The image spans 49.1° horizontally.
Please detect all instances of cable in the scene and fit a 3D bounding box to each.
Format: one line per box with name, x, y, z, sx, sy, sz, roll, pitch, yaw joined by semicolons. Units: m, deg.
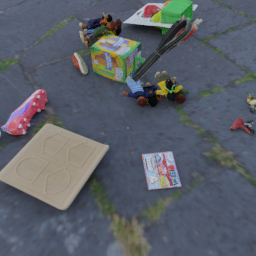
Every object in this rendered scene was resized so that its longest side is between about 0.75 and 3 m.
cable;0.571;-1.111;4.066;0.321;1.277;0.620;34;12;-20

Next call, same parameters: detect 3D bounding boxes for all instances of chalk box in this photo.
chalk box;-0.232;-2.388;9.846;1.816;1.130;1.124;22;51;22

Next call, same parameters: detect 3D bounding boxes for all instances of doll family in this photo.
doll family;-0.985;-3.891;11.046;1.599;1.085;2.766;-20;42;5
doll family;0.910;-1.169;8.979;2.219;0.871;1.282;-14;52;-5

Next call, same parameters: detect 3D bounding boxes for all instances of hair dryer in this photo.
hair dryer;3.427;-0.039;8.287;0.827;0.225;0.630;-3;48;-2

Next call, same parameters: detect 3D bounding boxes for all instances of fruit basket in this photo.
fruit basket;1.468;-4.969;12.463;2.582;1.210;2.392;12;46;32

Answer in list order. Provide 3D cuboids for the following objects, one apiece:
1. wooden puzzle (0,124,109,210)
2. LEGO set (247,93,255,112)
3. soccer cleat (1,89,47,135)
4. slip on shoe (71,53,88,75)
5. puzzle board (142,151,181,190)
wooden puzzle;-1.863;0.945;7.223;2.214;0.513;2.051;16;49;21
LEGO set;4.817;-0.954;8.675;2.074;0.588;1.347;-14;45;-1
soccer cleat;-3.106;-0.552;8.533;0.712;0.621;1.862;8;50;13
slip on shoe;-1.797;-2.334;10.366;0.338;0.410;1.106;-41;59;17
puzzle board;0.862;1.084;7.332;0.839;0.097;1.113;-5;47;-5
